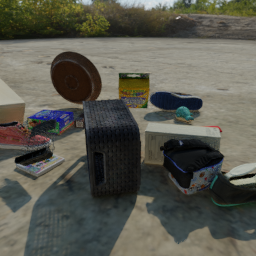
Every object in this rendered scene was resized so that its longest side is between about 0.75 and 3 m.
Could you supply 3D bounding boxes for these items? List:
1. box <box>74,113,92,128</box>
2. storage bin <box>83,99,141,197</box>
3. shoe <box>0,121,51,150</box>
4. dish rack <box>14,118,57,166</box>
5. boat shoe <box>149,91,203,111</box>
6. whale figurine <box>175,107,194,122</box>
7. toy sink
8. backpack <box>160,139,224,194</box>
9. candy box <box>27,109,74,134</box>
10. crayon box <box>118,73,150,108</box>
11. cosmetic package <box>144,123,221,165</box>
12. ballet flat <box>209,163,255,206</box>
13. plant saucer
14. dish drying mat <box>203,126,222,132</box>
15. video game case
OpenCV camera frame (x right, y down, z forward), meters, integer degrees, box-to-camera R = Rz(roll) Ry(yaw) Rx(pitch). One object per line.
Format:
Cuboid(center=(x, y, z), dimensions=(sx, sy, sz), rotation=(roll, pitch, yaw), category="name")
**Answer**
Cuboid(center=(-1.885, -0.331, 11.918), dimensions=(0.471, 0.352, 0.940), rotation=(5, 22, 11), category="box")
Cuboid(center=(-0.560, 0.423, 8.136), dimensions=(1.329, 1.916, 2.834), rotation=(-4, 23, -9), category="storage bin")
Cuboid(center=(-3.683, 0.255, 9.882), dimensions=(1.871, 0.851, 0.668), rotation=(1, 23, 2), category="shoe")
Cuboid(center=(-2.686, 0.357, 8.373), dimensions=(1.186, 0.422, 1.546), rotation=(-18, 51, 19), category="dish rack")
Cuboid(center=(2.274, -1.306, 13.661), dimensions=(2.555, 0.923, 0.925), rotation=(9, 18, -4), category="boat shoe")
Cuboid(center=(2.503, -0.604, 12.310), dimensions=(0.806, 0.526, 1.013), rotation=(-7, 24, -15), category="whale figurine")
Cuboid(center=(-5.485, -0.842, 10.843), dimensions=(2.697, 1.511, 1.758), rotation=(36, 31, 31), category="toy sink")
Cuboid(center=(1.832, 1.031, 7.686), dimensions=(1.457, 1.179, 1.530), rotation=(-16, 34, -15), category="backpack")
Cuboid(center=(-3.156, -0.295, 11.539), dimensions=(1.468, 0.565, 1.241), rotation=(6, 22, 16), category="candy box")
Cuboid(center=(0.216, -1.345, 10.462), dimensions=(1.121, 1.783, 0.460), rotation=(1, 64, 1), category="crayon box")
Cuboid(center=(1.677, 0.551, 8.825), dimensions=(2.242, 1.161, 0.820), rotation=(6, 23, 11), category="cosmetic package")
Cuboid(center=(3.508, 1.369, 7.094), dimensions=(2.912, 0.996, 0.990), rotation=(-4, 22, -11), category="ballet flat")
Cuboid(center=(-2.545, -2.191, 13.115), dimensions=(2.711, 2.711, 0.467), rotation=(8, 37, 18), category="plant saucer")
Cuboid(center=(3.029, 0.043, 11.304), dimensions=(1.412, 0.129, 0.542), rotation=(-2, 22, -4), category="dish drying mat")
Cuboid(center=(-2.755, 1.096, 8.843), dimensions=(1.019, 0.133, 1.119), rotation=(15, 26, 30), category="video game case")
